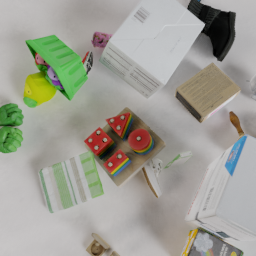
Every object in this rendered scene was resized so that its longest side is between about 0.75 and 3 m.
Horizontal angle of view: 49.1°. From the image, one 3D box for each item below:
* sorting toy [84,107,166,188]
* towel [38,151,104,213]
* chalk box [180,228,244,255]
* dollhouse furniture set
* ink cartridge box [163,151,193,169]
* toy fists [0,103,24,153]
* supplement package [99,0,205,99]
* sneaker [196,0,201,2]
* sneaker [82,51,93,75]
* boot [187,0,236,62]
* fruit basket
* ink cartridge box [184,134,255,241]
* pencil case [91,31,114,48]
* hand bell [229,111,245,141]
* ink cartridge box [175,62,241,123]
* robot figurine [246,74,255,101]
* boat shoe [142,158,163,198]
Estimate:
[{"bbox_3d":[-0.219,0.446,8.885,1.994,0.698,2.006,-42,58,-4],"label":"sorting toy"},{"bbox_3d":[-1.770,1.684,8.672,1.930,0.296,1.439,-21,77,12],"label":"towel"},{"bbox_3d":[2.425,3.692,7.766,1.711,1.059,1.064,27,68,10],"label":"chalk box"},{"bbox_3d":[-0.861,3.911,7.593,1.375,1.178,1.446,37,72,15],"label":"dollhouse furniture set"},{"bbox_3d":[1.559,1.032,9.009,0.877,0.638,0.210,-10,64,-21],"label":"ink cartridge box"},{"bbox_3d":[-4.087,-0.021,9.580,0.929,0.627,1.823,-6,66,-3],"label":"toy fists"},{"bbox_3d":[0.817,-3.011,9.950,2.296,1.635,2.949,37,70,-7],"label":"supplement package"},{"bbox_3d":[3.004,-5.599,12.161,0.355,0.318,0.868,31,63,27],"label":"sneaker"},{"bbox_3d":[-1.811,-2.324,10.589,0.665,0.603,1.566,18,68,13],"label":"sneaker"},{"bbox_3d":[3.059,-3.822,10.953,1.977,0.995,2.644,17,57,0],"label":"boot"},{"bbox_3d":[-2.857,-1.828,9.730,2.462,1.775,2.462,-5,55,7],"label":"fruit basket"},{"bbox_3d":[2.752,1.767,7.550,1.256,2.926,2.143,26,70,9],"label":"ink cartridge box"},{"bbox_3d":[-0.642,-3.378,11.011,1.533,0.663,0.634,11,100,5],"label":"pencil case"},{"bbox_3d":[3.825,0.133,9.565,0.901,0.901,1.731,-10,55,-4],"label":"hand bell"},{"bbox_3d":[2.820,-1.267,10.047,1.781,0.669,1.468,-35,72,-11],"label":"ink cartridge box"},{"bbox_3d":[5.023,-1.449,10.063,1.483,0.837,1.258,44,95,17],"label":"robot figurine"},{"bbox_3d":[0.792,1.212,9.002,0.694,0.709,2.002,-18,67,-7],"label":"boat shoe"}]
